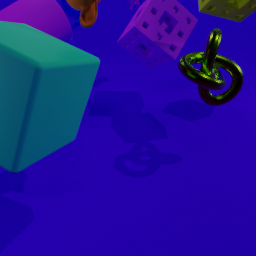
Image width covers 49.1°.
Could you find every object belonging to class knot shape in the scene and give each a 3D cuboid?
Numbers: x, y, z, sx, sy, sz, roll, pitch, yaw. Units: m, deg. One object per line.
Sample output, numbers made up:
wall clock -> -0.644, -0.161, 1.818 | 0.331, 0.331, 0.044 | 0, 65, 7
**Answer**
knot shape -> 1.651, -1.035, 5.342 | 0.669, 1.355, 1.448 | -11, 37, 49

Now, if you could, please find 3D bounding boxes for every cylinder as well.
cylinder -> -2.265, -2.287, 6.615 | 1.367, 1.367, 1.367 | -42, 47, -19

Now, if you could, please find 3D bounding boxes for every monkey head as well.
monkey head -> -0.466, -1.963, 3.648 | 0.858, 0.719, 1.193 | -4, 70, 13

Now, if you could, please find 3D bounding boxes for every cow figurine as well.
cow figurine -> 0.270, -4.353, 9.001 | 0.659, 1.201, 1.182 | -19, 46, 59

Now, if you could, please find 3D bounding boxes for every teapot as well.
teapot -> -1.476, -3.462, 7.862 | 0.767, 1.567, 0.974 | 1, 7, 26

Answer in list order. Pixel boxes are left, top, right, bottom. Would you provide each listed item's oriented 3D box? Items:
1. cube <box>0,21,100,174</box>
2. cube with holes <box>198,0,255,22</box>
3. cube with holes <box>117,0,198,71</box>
cube -> -1.290, -0.456, 3.346 | 1.243, 1.243, 1.243 | 27, 23, 12
cube with holes -> 2.180, -3.033, 5.682 | 1.088, 1.088, 1.088 | 5, -15, -21
cube with holes -> 0.783, -2.699, 7.861 | 1.368, 1.368, 1.368 | 34, -12, -17
